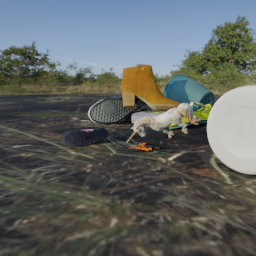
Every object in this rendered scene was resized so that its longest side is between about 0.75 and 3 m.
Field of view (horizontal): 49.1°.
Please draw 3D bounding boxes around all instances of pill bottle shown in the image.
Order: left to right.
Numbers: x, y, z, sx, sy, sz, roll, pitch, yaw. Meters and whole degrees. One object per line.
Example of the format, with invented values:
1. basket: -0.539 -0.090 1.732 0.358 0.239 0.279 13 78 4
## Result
1. pill bottle: 3.123 -0.084 5.999 2.923 1.641 1.641 -8 12 -43

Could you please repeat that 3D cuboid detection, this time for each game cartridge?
1. game cartridge: 1.513 -0.486 12.077 2.563 0.524 1.706 -9 10 -36

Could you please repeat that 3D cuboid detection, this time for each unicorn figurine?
1. unicorn figurine: 1.038 -0.116 8.216 1.936 0.715 1.329 -36 -44 26

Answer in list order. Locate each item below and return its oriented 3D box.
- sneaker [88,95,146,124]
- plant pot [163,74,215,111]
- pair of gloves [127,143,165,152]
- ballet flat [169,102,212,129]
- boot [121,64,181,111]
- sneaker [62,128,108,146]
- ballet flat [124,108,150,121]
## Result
1. sneaker: -0.803 -0.819 12.741 2.997 1.140 2.166 -22 7 -33
2. plant pot: 3.094 -1.399 13.872 2.086 2.086 1.960 -8 27 -41
3. pair of gloves: 0.453 0.506 7.182 0.791 0.110 0.887 6 8 42
4. ballet flat: 2.429 -0.539 11.068 2.801 0.939 0.936 -7 2 -37
5. boot: 1.037 -1.730 11.828 2.656 1.902 0.935 3 -11 -2
6. sneaker: -1.251 0.280 7.874 1.346 0.472 0.552 -3 -8 -33
7. ballet flat: 0.491 -0.615 13.010 1.504 0.507 0.349 -10 -3 -28
